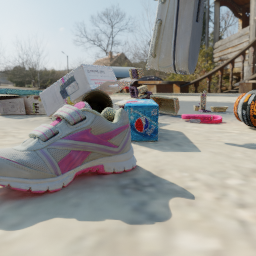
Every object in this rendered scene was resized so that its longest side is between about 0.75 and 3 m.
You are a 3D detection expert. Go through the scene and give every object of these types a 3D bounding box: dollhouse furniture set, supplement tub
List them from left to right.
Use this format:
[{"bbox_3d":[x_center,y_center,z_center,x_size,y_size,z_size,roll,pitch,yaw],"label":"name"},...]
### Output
[{"bbox_3d":[0.600,-1.254,11.090,1.787,1.995,2.517,-24,23,-31],"label":"dollhouse furniture set"},{"bbox_3d":[3.717,-1.202,12.494,1.280,0.909,1.014,-1,9,-10],"label":"dollhouse furniture set"},{"bbox_3d":[3.545,-0.436,6.984,1.025,1.025,1.672,-4,9,-23],"label":"supplement tub"}]

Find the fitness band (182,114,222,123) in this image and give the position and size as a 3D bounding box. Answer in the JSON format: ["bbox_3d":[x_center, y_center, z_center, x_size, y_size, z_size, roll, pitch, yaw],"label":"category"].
[{"bbox_3d":[2.331,-0.312,8.850,1.240,0.232,0.891,4,9,18],"label":"fitness band"}]

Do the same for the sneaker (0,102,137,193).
[{"bbox_3d":[-0.775,0.146,3.396,2.071,0.914,0.842,-8,12,-43],"label":"sneaker"}]

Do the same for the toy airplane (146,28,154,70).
[{"bbox_3d":[1.046,-2.109,6.800,1.362,0.965,1.368,-50,1,-22],"label":"toy airplane"}]

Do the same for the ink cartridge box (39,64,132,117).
[{"bbox_3d":[-1.485,-1.398,9.822,2.888,0.972,1.691,-25,-6,32],"label":"ink cartridge box"}]

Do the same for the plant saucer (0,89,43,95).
[{"bbox_3d":[-4.252,-1.466,11.649,0.854,0.232,2.444,2,4,32],"label":"plant saucer"}]

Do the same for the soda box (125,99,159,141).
[{"bbox_3d":[0.298,-0.259,6.662,0.712,0.752,2.218,0,9,1],"label":"soda box"}]

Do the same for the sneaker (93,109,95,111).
[{"bbox_3d":[-1.534,-0.915,11.636,1.412,0.592,0.542,2,9,16],"label":"sneaker"}]

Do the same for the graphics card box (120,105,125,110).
[{"bbox_3d":[0.301,-1.029,13.424,1.180,0.300,0.740,6,10,30],"label":"graphics card box"}]

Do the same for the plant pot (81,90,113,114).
[{"bbox_3d":[-1.042,-0.631,8.986,1.000,1.000,0.868,-2,-7,-14],"label":"plant pot"}]

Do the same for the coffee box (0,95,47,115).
[{"bbox_3d":[-4.171,-0.950,11.357,1.861,0.743,1.052,-1,9,-9],"label":"coffee box"}]

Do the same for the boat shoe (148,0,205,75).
[{"bbox_3d":[0.640,-2.257,4.474,1.152,2.703,0.998,10,18,25],"label":"boat shoe"}]
